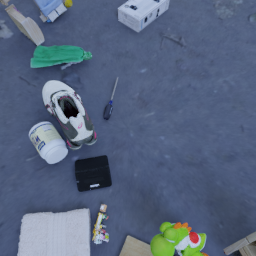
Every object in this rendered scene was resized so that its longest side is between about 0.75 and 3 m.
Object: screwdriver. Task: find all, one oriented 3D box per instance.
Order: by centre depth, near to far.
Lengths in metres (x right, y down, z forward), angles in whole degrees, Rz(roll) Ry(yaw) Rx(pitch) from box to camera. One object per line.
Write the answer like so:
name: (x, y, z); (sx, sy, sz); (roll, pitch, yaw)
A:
screwdriver: (-0.492, -1.000, 9.230); (0.250, 0.239, 1.717); (29, 58, -19)

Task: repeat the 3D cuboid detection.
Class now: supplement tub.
supplement tub: (-2.287, 0.423, 8.079); (0.772, 0.772, 1.065); (-33, 64, -17)

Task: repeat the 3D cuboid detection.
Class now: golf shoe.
golf shoe: (-1.785, -0.718, 8.228); (1.117, 1.275, 2.895); (-27, 54, -17)

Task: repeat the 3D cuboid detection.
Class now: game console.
game console: (-0.991, 1.284, 7.979); (0.963, 0.560, 0.847); (-10, 90, -5)

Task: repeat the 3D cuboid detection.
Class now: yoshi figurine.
yoshi figurine: (1.083, 2.676, 6.258); (0.984, 1.751, 0.981); (-5, 52, 41)

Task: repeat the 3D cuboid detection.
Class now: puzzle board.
puzzle board: (0.658, 3.742, 6.513); (2.160, 0.188, 1.628); (21, 61, 11)

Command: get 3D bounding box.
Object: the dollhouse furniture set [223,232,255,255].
dollhouse furniture set: (3.897, 2.939, 6.372); (2.432, 1.704, 1.714); (-7, 56, -32)

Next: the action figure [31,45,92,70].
action figure: (-2.288, -2.514, 9.910); (2.041, 0.558, 1.206); (-2, 58, 3)

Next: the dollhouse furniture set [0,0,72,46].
dollhouse furniture set: (-3.143, -4.557, 10.027); (2.283, 2.155, 1.490); (-43, 56, -10)

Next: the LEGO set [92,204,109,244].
LEGO set: (-0.616, 2.494, 7.125); (0.399, 0.493, 1.072); (20, 33, -9)

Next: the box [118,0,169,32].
box: (0.646, -4.780, 11.201); (1.131, 0.583, 1.940); (37, 67, 19)

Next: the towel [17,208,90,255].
towel: (-1.767, 3.295, 6.599); (1.770, 0.461, 2.672); (-4, 60, -3)
